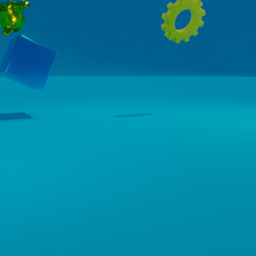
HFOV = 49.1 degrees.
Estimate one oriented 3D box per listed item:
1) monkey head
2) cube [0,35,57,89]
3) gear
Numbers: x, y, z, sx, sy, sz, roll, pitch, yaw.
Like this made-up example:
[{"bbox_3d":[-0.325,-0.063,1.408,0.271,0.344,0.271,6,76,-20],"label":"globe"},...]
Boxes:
[{"bbox_3d":[-3.681,-3.659,9.220,1.162,0.973,1.615,-5,38,10],"label":"monkey head"},{"bbox_3d":[-3.621,-2.308,10.050,1.389,1.389,1.389,23,-5,-35],"label":"cube"},{"bbox_3d":[1.962,-3.847,9.971,1.586,1.586,0.293,-5,40,-22],"label":"gear"}]
